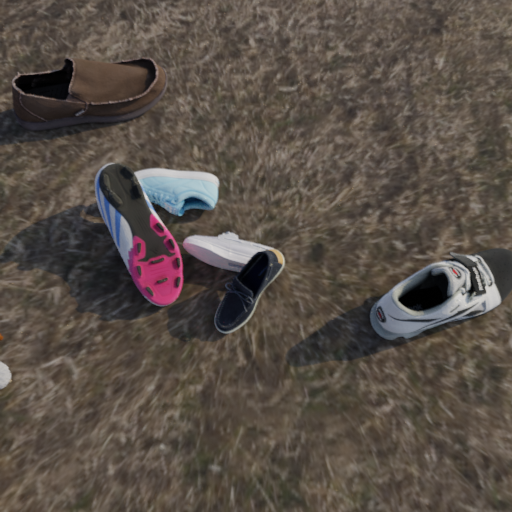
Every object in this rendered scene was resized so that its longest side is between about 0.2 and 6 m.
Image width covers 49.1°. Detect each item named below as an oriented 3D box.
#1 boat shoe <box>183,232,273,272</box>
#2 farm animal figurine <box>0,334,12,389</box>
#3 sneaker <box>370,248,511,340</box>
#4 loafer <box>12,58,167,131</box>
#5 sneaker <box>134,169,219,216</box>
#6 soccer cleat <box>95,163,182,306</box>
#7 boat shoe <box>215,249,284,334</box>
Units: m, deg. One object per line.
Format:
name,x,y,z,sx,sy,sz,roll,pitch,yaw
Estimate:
boat shoe,-0.503,-0.139,11.345,1.896,0.682,0.649,14,62,7
farm animal figurine,-5.519,1.956,10.244,1.660,0.866,1.642,-26,68,-9
sneaker,3.815,0.592,10.631,3.242,1.435,1.201,-24,67,-12
loafer,-3.763,-3.750,12.583,3.577,1.270,1.306,-17,67,-7
sneaker,-1.850,-1.285,11.779,2.116,0.782,0.867,-2,62,-1
soccer cleat,-2.370,-0.417,11.354,1.057,1.307,3.027,-23,91,-24
boat shoe,-0.214,0.652,10.688,0.722,0.602,1.935,42,101,25
